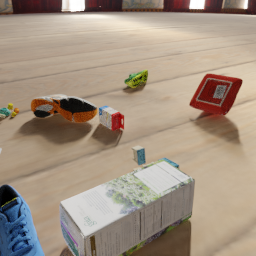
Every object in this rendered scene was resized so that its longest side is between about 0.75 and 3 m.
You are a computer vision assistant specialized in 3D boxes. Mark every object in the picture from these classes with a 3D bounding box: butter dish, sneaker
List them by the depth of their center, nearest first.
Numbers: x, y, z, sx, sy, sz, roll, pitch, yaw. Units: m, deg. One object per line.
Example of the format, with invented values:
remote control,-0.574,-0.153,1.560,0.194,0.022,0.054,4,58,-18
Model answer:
sneaker,-2.021,1.907,4.979,0.776,0.923,2.355,-13,32,-27
sneaker,-2.217,-0.873,10.277,2.483,0.940,1.142,8,25,13
butter dish,3.395,-1.086,10.526,1.566,1.160,1.570,21,77,41
sneaker,0.432,-2.475,13.553,0.711,0.630,1.701,21,35,27

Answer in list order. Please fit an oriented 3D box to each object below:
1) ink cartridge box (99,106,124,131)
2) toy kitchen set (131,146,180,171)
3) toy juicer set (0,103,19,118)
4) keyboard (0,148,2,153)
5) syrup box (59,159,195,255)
ink cartridge box,-0.562,-0.312,9.500,0.339,0.587,1.010,-22,35,-35
toy kitchen set,0.696,0.797,7.017,1.042,0.835,0.614,-15,22,-27
toy juicer set,-4.486,-0.534,10.327,0.662,0.283,1.040,29,32,13
keyboard,-4.743,0.840,7.877,2.149,0.115,0.605,-5,23,-10
syrup box,0.055,1.597,5.411,2.509,1.022,0.988,-19,31,-31
